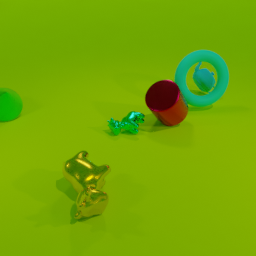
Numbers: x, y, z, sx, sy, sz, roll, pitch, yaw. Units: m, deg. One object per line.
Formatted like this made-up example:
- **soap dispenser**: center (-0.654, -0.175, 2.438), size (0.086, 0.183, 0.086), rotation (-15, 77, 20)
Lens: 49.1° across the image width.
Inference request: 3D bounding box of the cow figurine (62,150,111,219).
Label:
- **cow figurine**: center (-0.912, 1.145, 5.743), size (1.365, 0.749, 1.343), rotation (33, 30, 15)

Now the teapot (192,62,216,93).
- **teapot**: center (2.938, -1.917, 10.716), size (0.739, 1.509, 0.938), rotation (-35, 21, 6)

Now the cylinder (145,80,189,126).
- **cylinder**: center (1.192, -0.745, 8.522), size (1.073, 1.073, 1.073), rotation (-11, 62, 22)

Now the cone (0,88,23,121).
- **cone**: center (-3.770, -0.904, 8.624), size (1.130, 1.130, 1.134), rotation (-18, -4, -30)

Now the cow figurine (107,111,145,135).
- **cow figurine**: center (-0.078, -0.177, 8.393), size (0.954, 0.532, 0.970), rotation (21, 56, 15)

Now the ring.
- **ring**: center (2.520, -1.670, 9.559), size (1.922, 1.922, 0.384), rotation (-4, 13, -8)
